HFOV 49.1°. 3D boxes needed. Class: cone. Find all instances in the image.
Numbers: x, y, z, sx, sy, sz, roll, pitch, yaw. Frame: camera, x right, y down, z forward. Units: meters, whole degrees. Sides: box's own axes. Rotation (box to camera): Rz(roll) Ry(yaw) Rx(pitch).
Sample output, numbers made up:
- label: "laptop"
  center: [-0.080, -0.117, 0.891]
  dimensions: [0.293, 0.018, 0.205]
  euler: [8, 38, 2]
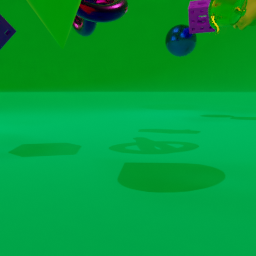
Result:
- label: "cone"
  center: [-0.921, -1.650, 3.516]
  dimensions: [1.358, 1.363, 1.358]
  euler: [0, 38, 0]

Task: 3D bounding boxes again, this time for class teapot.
- label: "teapot"
  center: [2.662, -3.138, 7.388]
  dimensions: [0.866, 1.769, 1.100]
  euler: [37, -10, 30]

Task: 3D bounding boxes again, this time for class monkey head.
- label: "monkey head"
  center: [3.713, -3.761, 8.722]
  dimensions: [1.048, 1.251, 1.739]
  euler: [-35, 29, 4]

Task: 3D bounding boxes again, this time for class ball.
- label: "ball"
  center: [2.056, -3.390, 10.890]
  dimensions: [1.214, 1.214, 1.214]
  euler: [0, 8, 0]

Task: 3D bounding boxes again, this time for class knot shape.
- label: "knot shape"
  center: [-0.815, -2.259, 4.993]
  dimensions: [1.672, 0.826, 1.787]
  euler: [19, 0, 15]

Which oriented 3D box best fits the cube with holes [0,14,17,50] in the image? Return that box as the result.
- label: "cube with holes"
  center: [-2.665, -1.780, 4.789]
  dimensions: [0.826, 0.826, 0.826]
  euler: [37, -5, 18]

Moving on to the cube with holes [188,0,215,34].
- label: "cube with holes"
  center: [2.609, -3.919, 9.819]
  dimensions: [0.872, 0.872, 0.872]
  euler: [1, 38, 18]
